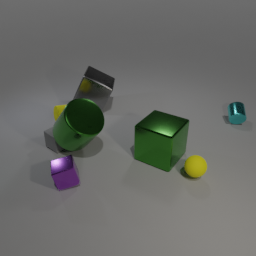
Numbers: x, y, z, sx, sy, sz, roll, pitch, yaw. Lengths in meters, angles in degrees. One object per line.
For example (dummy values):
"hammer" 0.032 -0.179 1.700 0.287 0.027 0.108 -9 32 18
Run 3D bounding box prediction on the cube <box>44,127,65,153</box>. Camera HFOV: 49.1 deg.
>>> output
"cube" -2.606 0.388 10.424 0.700 0.700 0.700 25 39 32

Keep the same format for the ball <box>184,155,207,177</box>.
"ball" 2.140 1.210 8.860 0.700 0.700 0.700 0 31 0

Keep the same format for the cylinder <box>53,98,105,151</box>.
"cylinder" -1.711 -0.091 9.605 1.400 1.400 1.400 14 59 -25

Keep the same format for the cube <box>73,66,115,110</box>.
"cube" -1.548 -1.760 12.896 1.400 1.400 1.400 25 29 -12

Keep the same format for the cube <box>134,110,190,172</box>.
"cube" 1.160 0.403 9.740 1.400 1.400 1.400 19 36 28

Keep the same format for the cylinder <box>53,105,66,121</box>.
"cylinder" -2.460 -0.555 10.927 0.700 0.700 0.700 -9 31 -31

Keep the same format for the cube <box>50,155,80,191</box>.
"cube" -1.941 1.383 8.680 0.700 0.700 0.700 -18 34 -6

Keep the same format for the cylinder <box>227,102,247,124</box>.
"cylinder" 4.626 -0.636 11.908 0.700 0.700 0.700 4 54 6
